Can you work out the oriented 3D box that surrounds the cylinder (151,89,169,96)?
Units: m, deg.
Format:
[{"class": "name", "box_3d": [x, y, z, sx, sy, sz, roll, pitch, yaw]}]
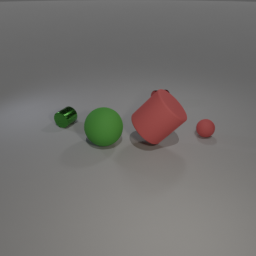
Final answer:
[{"class": "cylinder", "box_3d": [1.562, -1.480, 13.465, 0.700, 0.700, 0.700, -9, 29, -29]}]

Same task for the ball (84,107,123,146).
[{"class": "ball", "box_3d": [-0.875, -0.047, 10.092, 1.400, 1.400, 1.400, 0, 28, 0]}]

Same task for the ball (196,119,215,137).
[{"class": "ball", "box_3d": [2.966, 0.004, 10.713, 0.700, 0.700, 0.700, 0, 28, 0]}]

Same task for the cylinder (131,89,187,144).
[{"class": "cylinder", "box_3d": [1.071, -0.382, 9.710, 1.400, 1.400, 1.400, 35, 29, -23]}]

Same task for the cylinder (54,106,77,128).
[{"class": "cylinder", "box_3d": [-2.576, -0.454, 11.608, 0.700, 0.700, 0.700, 13, 31, 23]}]
